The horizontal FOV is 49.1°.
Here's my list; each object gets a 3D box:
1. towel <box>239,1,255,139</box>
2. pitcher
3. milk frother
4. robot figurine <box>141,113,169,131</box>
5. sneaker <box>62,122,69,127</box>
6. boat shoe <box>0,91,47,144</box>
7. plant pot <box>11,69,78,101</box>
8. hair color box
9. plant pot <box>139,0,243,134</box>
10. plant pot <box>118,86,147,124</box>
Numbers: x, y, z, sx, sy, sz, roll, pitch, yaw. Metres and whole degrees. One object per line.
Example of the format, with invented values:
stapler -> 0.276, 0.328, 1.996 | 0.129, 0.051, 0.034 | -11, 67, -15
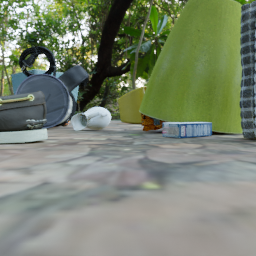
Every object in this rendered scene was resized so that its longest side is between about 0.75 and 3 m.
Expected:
towel -> 3.176, -0.924, 4.439 | 2.713, 2.247, 1.161 | -1, 2, -4
pitcher -> -0.885, -0.282, 7.806 | 0.929, 0.656, 1.083 | -18, -3, 37
milk frother -> -2.883, -1.455, 9.278 | 2.729, 2.463, 2.567 | 31, -3, -7
robot figurine -> 1.511, -0.221, 7.157 | 2.166, 0.631, 1.571 | 0, 2, 23
sneaker -> -3.140, -0.334, 11.106 | 1.482, 0.575, 0.830 | 1, 1, 23
boat shoe -> -2.398, -0.166, 3.820 | 2.490, 0.750, 0.888 | -1, 2, -17
plant pot -> -3.844, -1.307, 13.057 | 2.323, 2.373, 2.329 | 3, 4, 43
hair color box -> 1.097, 0.029, 5.156 | 0.881, 0.267, 0.441 | -1, 3, -36
plant pot -> 1.760, -1.493, 6.656 | 2.548, 2.723, 2.548 | 10, 9, -2
plant pot -> 0.592, -1.150, 16.196 | 1.821, 2.065, 2.065 | -8, -2, 25
